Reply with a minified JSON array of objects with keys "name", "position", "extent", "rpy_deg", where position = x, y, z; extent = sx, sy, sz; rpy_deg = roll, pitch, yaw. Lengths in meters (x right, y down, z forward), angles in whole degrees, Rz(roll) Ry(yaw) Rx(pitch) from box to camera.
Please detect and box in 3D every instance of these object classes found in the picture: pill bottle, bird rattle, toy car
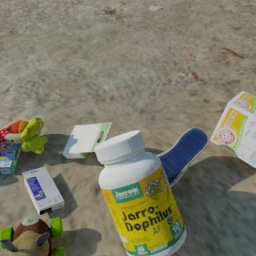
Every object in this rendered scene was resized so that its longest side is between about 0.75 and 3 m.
[{"name":"pill bottle","position":[0.163,1.055,4.589],"extent":[1.073,1.903,1.073],"rpy_deg":[-20,6,2]},{"name":"bird rattle","position":[-2.510,0.161,6.367],"extent":[1.413,0.796,1.152],"rpy_deg":[-7,24,8]},{"name":"toy car","position":[-1.520,1.772,4.325],"extent":[1.002,1.219,0.962],"rpy_deg":[-7,59,-14]}]

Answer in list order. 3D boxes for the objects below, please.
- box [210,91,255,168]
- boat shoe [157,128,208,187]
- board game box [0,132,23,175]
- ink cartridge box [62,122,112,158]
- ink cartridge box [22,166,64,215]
[{"name":"box","position":[2.940,0.184,6.013],"extent":[1.918,1.079,0.972],"rpy_deg":[34,40,23]},{"name":"boat shoe","position":[0.895,0.834,5.799],"extent":[1.931,0.699,0.697],"rpy_deg":[-36,65,-15]},{"name":"board game box","position":[-2.968,0.541,6.470],"extent":[0.878,0.273,1.163],"rpy_deg":[-2,43,-2]},{"name":"ink cartridge box","position":[-0.873,0.280,6.242],"extent":[1.103,0.265,0.803],"rpy_deg":[-4,50,30]},{"name":"ink cartridge box","position":[-1.737,1.238,5.678],"extent":[0.516,0.203,1.037],"rpy_deg":[-14,46,-33]}]
